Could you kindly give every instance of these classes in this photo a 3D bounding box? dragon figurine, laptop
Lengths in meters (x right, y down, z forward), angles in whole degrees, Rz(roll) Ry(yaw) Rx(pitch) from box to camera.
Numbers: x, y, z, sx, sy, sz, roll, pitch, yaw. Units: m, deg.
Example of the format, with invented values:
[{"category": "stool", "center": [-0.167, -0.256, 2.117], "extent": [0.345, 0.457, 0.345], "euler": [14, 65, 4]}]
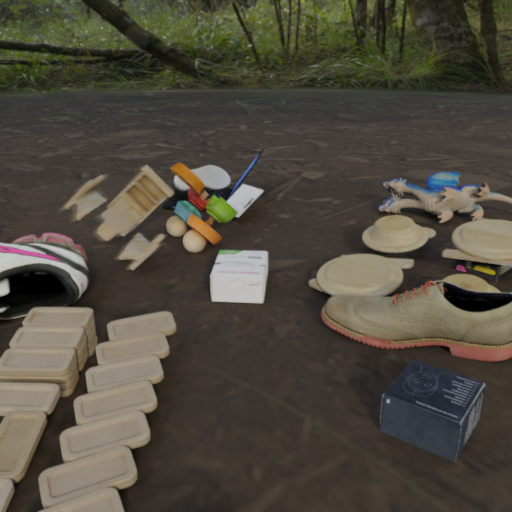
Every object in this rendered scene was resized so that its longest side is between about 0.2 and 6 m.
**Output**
[{"category": "dragon figurine", "center": [4.500, -1.399, 13.052], "extent": [3.224, 0.949, 1.603], "euler": [-7, 22, -14]}, {"category": "laptop", "center": [-1.048, -1.975, 14.173], "extent": [2.298, 1.187, 2.037], "euler": [2, 20, 7]}]

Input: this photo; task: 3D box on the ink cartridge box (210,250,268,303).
[{"category": "ink cartridge box", "center": [-0.258, 0.323, 9.210], "extent": [0.854, 0.493, 1.169], "euler": [2, 21, 4]}]

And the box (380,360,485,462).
[{"category": "box", "center": [1.853, 1.594, 5.889], "extent": [0.820, 0.508, 0.806], "euler": [15, 26, 34]}]

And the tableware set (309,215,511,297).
[{"category": "tableware set", "center": [2.857, 0.102, 9.317], "extent": [3.027, 0.420, 3.624], "euler": [12, 35, 32]}]

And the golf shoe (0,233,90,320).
[{"category": "golf shoe", "center": [-4.160, 0.333, 8.223], "extent": [3.274, 1.188, 1.507], "euler": [-6, 22, -15]}]

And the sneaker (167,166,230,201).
[{"category": "sneaker", "center": [-1.501, -1.802, 13.997], "extent": [1.736, 0.614, 0.861], "euler": [-13, -6, -42]}]

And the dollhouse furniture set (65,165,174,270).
[{"category": "dollhouse furniture set", "center": [-2.240, -0.870, 10.069], "extent": [1.099, 1.551, 1.689], "euler": [-42, 12, 13]}]

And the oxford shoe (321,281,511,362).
[{"category": "oxford shoe", "center": [2.160, 0.678, 7.519], "extent": [2.577, 0.964, 0.908], "euler": [4, 32, 14]}]

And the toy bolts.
[{"category": "toy bolts", "center": [-1.404, -0.913, 11.204], "extent": [1.174, 1.618, 1.693], "euler": [-50, 18, -4]}]

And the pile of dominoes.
[{"category": "pile of dominoes", "center": [-2.412, 1.762, 5.922], "extent": [2.781, 0.568, 3.568], "euler": [1, 29, 0]}]

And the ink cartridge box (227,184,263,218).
[{"category": "ink cartridge box", "center": [-0.296, -1.180, 12.690], "extent": [0.871, 0.306, 1.072], "euler": [-47, 34, -9]}]

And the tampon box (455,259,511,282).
[{"category": "tampon box", "center": [4.196, -0.066, 9.996], "extent": [1.034, 0.653, 0.775], "euler": [-19, 28, -40]}]
